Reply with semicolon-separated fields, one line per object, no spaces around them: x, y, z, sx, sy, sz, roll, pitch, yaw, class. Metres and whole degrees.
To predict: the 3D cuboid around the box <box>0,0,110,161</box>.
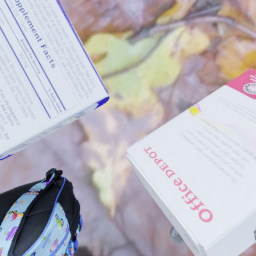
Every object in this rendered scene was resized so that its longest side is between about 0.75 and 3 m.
-1.258;-0.599;3.252;1.637;0.859;1.506;-28;91;-2;box

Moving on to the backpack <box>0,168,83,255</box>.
-1.673;1.741;4.183;1.837;2.012;1.354;-18;108;2;backpack

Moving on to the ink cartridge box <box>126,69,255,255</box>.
1.668;0.490;4.403;2.751;1.178;2.031;-33;43;-7;ink cartridge box

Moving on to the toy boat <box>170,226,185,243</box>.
1.372;1.762;5.073;0.661;1.423;1.196;-16;79;41;toy boat
